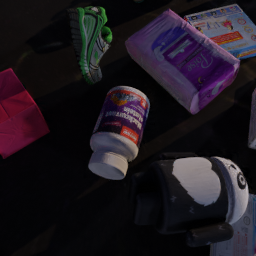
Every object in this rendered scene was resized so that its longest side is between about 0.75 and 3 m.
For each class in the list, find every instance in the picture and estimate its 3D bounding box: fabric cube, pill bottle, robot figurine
[{"bbox_3d":[-2.842,-0.324,6.570,1.299,1.275,1.295,-32,66,-18],"label":"fabric cube"},{"bbox_3d":[-0.219,0.111,6.396,1.095,1.095,1.965,12,60,7],"label":"pill bottle"},{"bbox_3d":[1.136,1.221,5.271,2.185,1.364,1.642,-3,80,-10],"label":"robot figurine"}]

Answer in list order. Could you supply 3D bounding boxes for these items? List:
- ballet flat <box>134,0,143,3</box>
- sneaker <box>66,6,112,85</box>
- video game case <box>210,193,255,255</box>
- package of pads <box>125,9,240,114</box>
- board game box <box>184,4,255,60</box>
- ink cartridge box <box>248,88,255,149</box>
[{"bbox_3d":[0.464,-5.276,9.901,0.690,0.638,1.956,5,59,8],"label":"ballet flat"},{"bbox_3d":[-0.821,-1.897,6.856,0.970,2.278,0.889,-14,63,-8],"label":"sneaker"},{"bbox_3d":[2.669,2.440,5.494,2.032,0.264,2.232,12,59,7],"label":"video game case"},{"bbox_3d":[1.369,-1.830,7.486,1.645,1.033,2.730,-40,66,-4],"label":"package of pads"},{"bbox_3d":[2.884,-2.835,8.506,1.861,0.520,1.822,-16,61,-10],"label":"board game box"},{"bbox_3d":[4.274,-0.186,6.619,2.414,1.013,1.748,14,60,8],"label":"ink cartridge box"}]
